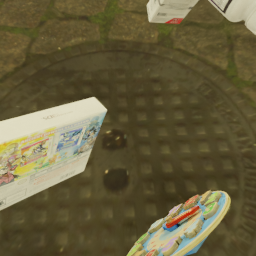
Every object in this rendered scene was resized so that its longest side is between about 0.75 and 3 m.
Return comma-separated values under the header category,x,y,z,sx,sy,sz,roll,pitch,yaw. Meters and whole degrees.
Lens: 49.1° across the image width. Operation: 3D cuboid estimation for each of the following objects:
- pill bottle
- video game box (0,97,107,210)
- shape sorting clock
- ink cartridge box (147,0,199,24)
category,x,y,z,sx,sy,sz,roll,pitch,yaw
pill bottle,2.718,-3.637,7.024,1.437,1.437,2.579,-35,77,-18
video game box,-1.644,0.506,5.493,2.247,2.047,0.526,-21,61,-42
shape sorting clock,0.790,1.722,4.798,2.149,2.149,0.422,-31,80,-16
ink cartridge box,1.403,-3.943,8.622,1.134,1.571,0.658,-4,80,-19
